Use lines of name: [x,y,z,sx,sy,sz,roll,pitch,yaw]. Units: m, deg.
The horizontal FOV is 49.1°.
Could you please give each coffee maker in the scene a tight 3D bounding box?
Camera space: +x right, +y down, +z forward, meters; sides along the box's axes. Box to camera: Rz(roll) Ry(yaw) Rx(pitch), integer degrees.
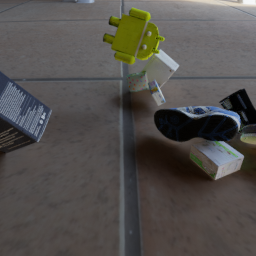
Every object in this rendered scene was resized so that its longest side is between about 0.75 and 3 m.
coffee maker: [3.429,-0.557,8.280,1.100,1.145,0.772,-26,-3,-20]

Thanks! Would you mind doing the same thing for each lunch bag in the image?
lunch bag: [0.362,-1.754,10.674,0.786,0.670,0.479,-8,24,13]

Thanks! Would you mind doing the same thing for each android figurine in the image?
android figurine: [0.220,-3.241,10.039,2.126,1.935,0.437,22,4,7]

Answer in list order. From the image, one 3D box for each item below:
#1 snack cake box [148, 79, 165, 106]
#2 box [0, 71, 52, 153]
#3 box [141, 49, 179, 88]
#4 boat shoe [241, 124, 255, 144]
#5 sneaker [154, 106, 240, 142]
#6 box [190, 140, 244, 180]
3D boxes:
snack cake box: [0.985,-1.239,9.752,0.307,0.525,0.913,-28,33,12]
box: [-3.278,-0.426,6.941,1.532,2.071,1.080,-17,46,34]
box: [1.222,-2.255,10.712,0.994,0.989,0.650,41,40,-2]
boat shoe: [4.389,-0.012,7.562,2.676,0.961,0.796,-2,76,6]
sneaker: [1.878,-0.143,7.812,2.470,0.935,0.951,9,24,33]
box: [2.243,0.735,7.164,0.868,0.476,0.984,-17,37,-24]
